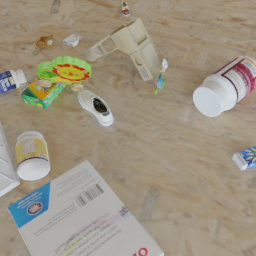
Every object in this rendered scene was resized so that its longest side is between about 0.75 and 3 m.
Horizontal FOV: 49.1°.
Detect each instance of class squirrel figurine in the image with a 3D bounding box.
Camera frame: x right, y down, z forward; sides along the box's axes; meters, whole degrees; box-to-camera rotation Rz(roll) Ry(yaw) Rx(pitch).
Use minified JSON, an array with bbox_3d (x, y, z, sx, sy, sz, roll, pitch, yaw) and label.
[{"bbox_3d":[-4.155,-4.259,13.769,0.880,0.623,0.821,-33,50,-29],"label":"squirrel figurine"}]

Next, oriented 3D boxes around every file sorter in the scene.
[{"bbox_3d":[-4.895,0.750,8.152,2.044,1.834,2.946,-34,55,-3],"label":"file sorter"}]

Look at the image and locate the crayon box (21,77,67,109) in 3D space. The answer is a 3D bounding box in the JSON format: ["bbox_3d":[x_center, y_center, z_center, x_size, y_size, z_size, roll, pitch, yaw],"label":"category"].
[{"bbox_3d":[-3.379,-1.612,11.455,1.029,0.504,1.732,17,51,14],"label":"crayon box"}]

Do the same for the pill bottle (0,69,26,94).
[{"bbox_3d":[-4.985,-1.943,11.587,1.378,0.765,0.765,-26,54,-22],"label":"pill bottle"}]

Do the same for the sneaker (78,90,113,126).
[{"bbox_3d":[-1.242,-0.967,10.730,0.764,0.741,2.092,-32,56,-25],"label":"sneaker"}]

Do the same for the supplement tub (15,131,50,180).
[{"bbox_3d":[-3.062,0.863,8.955,0.985,0.985,1.355,-14,50,-12],"label":"supplement tub"}]

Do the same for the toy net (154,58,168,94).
[{"bbox_3d":[1.424,-2.157,11.565,0.311,0.844,1.609,15,60,5],"label":"toy net"}]

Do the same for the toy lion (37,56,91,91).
[{"bbox_3d":[-2.369,-2.076,10.363,2.002,1.919,0.687,6,74,-6],"label":"toy lion"}]

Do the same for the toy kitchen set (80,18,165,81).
[{"bbox_3d":[-0.416,-2.884,12.306,2.696,2.433,2.200,-7,32,52],"label":"toy kitchen set"}]

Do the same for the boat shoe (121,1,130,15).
[{"bbox_3d":[-0.168,-6.956,16.286,0.428,0.376,1.203,-6,50,-8],"label":"boat shoe"}]

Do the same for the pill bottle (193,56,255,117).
[{"bbox_3d":[3.820,-1.596,10.792,2.617,1.494,1.494,-35,57,-26],"label":"pill bottle"}]

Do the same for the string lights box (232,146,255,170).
[{"bbox_3d":[4.069,0.980,9.300,1.026,0.302,0.527,-16,50,-14],"label":"string lights box"}]

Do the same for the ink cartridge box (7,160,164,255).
[{"bbox_3d":[-0.956,2.760,6.519,2.129,2.092,2.892,-29,55,-23],"label":"ink cartridge box"}]

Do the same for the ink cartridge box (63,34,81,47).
[{"bbox_3d":[-2.801,-4.456,14.218,0.642,0.225,0.789,22,44,18],"label":"ink cartridge box"}]
